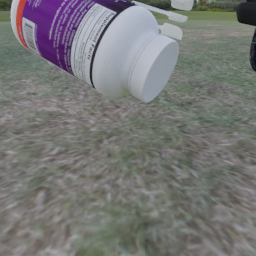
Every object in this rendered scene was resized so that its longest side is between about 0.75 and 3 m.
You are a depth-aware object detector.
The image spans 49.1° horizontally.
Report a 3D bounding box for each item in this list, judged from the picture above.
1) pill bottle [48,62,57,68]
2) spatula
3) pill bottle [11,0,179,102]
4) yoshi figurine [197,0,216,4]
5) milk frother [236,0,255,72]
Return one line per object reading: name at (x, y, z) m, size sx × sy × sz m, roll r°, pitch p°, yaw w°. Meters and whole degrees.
pill bottle at (-2.437, -2.801, 10.520) m, size 1.179 × 0.662 × 0.662 m, roll -24°, pitch 19°, yaw 21°
spatula at (1.157, -4.441, 10.554) m, size 2.334 × 1.623 × 0.187 m, roll 18°, pitch 8°, yaw 1°
pill bottle at (-0.613, -1.677, 5.242) m, size 2.966 × 1.668 × 1.668 m, roll 32°, pitch 36°, yaw 19°
yoshi figurine at (2.880, -4.854, 10.220) m, size 0.985 × 0.554 × 0.552 m, roll 2°, pitch 8°, yaw -28°
milk frother at (2.994, -1.805, 4.837) m, size 1.671 × 1.851 × 1.741 m, roll -42°, pitch 32°, yaw 2°
